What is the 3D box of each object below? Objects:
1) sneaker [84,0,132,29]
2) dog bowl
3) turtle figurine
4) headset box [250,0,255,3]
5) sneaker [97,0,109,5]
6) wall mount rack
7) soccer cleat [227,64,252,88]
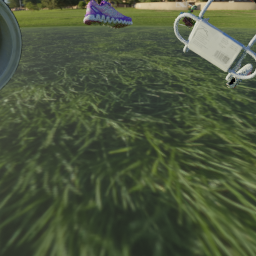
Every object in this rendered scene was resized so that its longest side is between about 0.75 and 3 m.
[{"bbox_3d":[-0.415,-2.526,6.201,1.179,0.521,0.474,-4,4,-32],"label":"sneaker"},{"bbox_3d":[-2.670,-1.319,4.289,0.700,1.897,1.897,32,38,32],"label":"dog bowl"},{"bbox_3d":[2.182,-3.615,9.206,0.941,0.698,0.971,30,15,8],"label":"turtle figurine"},{"bbox_3d":[3.490,-4.344,8.367,1.190,0.447,0.885,15,32,-45],"label":"headset box"},{"bbox_3d":[-0.792,-4.520,9.698,0.482,0.449,1.215,-41,-8,-10],"label":"sneaker"},{"bbox_3d":[2.883,-2.850,8.090,2.881,2.503,1.074,38,53,13],"label":"wall mount rack"},{"bbox_3d":[3.356,-1.562,8.429,0.383,0.900,0.309,7,43,-48],"label":"soccer cleat"}]
